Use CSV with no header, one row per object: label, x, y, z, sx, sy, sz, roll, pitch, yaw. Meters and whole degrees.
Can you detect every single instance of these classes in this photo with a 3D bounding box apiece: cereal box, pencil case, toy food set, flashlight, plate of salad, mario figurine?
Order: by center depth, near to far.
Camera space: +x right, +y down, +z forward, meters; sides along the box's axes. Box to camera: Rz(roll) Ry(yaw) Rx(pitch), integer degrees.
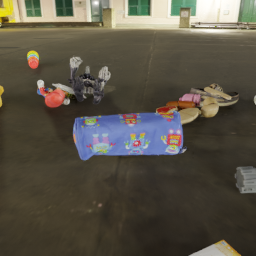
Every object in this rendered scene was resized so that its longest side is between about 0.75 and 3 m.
cereal box,1.117,2.011,3.695,1.138,0.225,0.819,-12,26,-25
flashlight,3.049,0.955,5.703,1.649,0.560,0.558,-1,22,-3
pencil case,0.028,0.193,6.525,2.543,1.104,0.992,-3,36,-6
toy food set,2.063,-0.652,9.503,2.662,0.419,1.692,-21,32,-18
mario figurine,-2.791,-1.336,10.503,1.028,0.883,1.665,-9,22,-32
plate of salad,-2.320,-1.393,11.010,1.412,0.339,1.412,22,7,-3

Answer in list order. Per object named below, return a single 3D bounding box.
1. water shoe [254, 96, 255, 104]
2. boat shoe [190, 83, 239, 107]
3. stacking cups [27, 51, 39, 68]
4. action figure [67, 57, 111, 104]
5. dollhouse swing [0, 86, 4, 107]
water shoe,5.358,-0.985,10.233,1.935,0.692,0.763,-4,-1,-13
boat shoe,3.243,-1.250,10.475,2.019,0.740,0.752,-6,24,-13
stacking cups,-5.798,-4.179,17.313,0.716,0.716,2.368,-9,28,-19
action figure,-1.569,-1.985,11.273,1.709,1.467,2.876,10,21,-15
dollhouse swing,-5.900,-1.637,9.964,2.423,2.202,2.130,-3,45,-6
